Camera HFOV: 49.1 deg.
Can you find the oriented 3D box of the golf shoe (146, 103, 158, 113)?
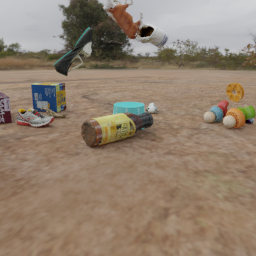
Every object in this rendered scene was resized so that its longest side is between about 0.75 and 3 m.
[{"bbox_3d":[1.120,-1.008,14.103,0.541,0.436,1.113,-7,15,-5],"label":"golf shoe"}]

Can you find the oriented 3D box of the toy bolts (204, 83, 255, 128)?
[{"bbox_3d":[3.932,-0.805,11.514,1.265,1.743,1.824,-24,5,-22],"label":"toy bolts"}]

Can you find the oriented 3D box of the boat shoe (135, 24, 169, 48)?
[{"bbox_3d":[0.783,-4.188,12.237,0.905,0.919,2.593,25,17,-32],"label":"boat shoe"}]

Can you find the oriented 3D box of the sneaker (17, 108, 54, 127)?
[{"bbox_3d":[-3.832,-0.443,11.437,1.697,0.697,0.661,5,16,15],"label":"sneaker"}]

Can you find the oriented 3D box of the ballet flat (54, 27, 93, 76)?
[{"bbox_3d":[-2.165,-3.239,12.248,0.833,2.437,0.829,42,-3,-8],"label":"ballet flat"}]

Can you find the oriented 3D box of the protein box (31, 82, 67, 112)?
[{"bbox_3d":[-4.023,-1.588,14.310,1.401,1.391,0.945,4,16,15],"label":"protein box"}]

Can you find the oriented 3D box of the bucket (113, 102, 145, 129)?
[{"bbox_3d":[0.045,-0.498,11.207,1.433,0.932,1.433,1,15,0],"label":"bucket"}]

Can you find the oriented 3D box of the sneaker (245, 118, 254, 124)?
[{"bbox_3d":[4.936,-0.377,11.982,0.361,0.307,0.826,-18,24,-36],"label":"sneaker"}]

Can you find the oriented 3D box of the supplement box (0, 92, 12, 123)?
[{"bbox_3d":[-5.747,-0.948,12.507,0.622,1.112,2.044,-10,17,-33],"label":"supplement box"}]

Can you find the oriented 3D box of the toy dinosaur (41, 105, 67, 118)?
[{"bbox_3d":[-3.624,-0.675,13.028,1.749,0.509,0.884,21,9,36],"label":"toy dinosaur"}]

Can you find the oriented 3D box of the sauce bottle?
[{"bbox_3d":[-0.239,-0.081,9.653,2.813,0.928,0.928,-16,22,-40],"label":"sauce bottle"}]

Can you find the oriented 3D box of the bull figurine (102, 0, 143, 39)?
[{"bbox_3d":[-0.080,-2.432,6.048,0.622,1.024,0.333,-46,25,-14],"label":"bull figurine"}]
